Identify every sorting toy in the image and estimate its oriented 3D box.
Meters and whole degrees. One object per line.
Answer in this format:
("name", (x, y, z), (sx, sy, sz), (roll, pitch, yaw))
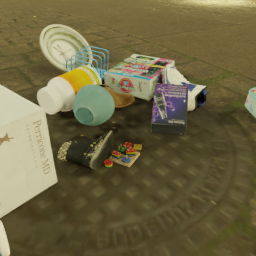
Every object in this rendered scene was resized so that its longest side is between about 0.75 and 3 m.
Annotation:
("sorting toy", (-0.073, 0.728, 8.117), (0.678, 0.238, 1.407), (17, 35, 24))

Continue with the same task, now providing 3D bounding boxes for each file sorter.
("file sorter", (-1.802, -2.783, 12.639), (1.361, 1.204, 1.962), (14, 36, 10))

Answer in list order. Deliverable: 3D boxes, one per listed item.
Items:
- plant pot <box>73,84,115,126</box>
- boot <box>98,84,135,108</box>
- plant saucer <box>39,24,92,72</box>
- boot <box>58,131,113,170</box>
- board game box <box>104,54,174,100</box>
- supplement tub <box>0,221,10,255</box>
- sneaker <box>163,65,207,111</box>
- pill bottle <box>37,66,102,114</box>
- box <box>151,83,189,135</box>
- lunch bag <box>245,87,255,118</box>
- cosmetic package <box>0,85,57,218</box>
("plant pot", (-1.234, -0.607, 9.131), (1.373, 1.373, 0.925), (9, 33, 14))
("boot", (-0.601, -1.214, 10.567), (2.129, 0.803, 0.784), (-8, 27, -35))
("plant saucer", (-3.127, -3.808, 13.952), (2.774, 2.774, 0.696), (-36, 3, -43))
("boot", (-1.167, 0.507, 8.133), (1.219, 0.583, 1.614), (9, 34, 14))
("board game box", (0.587, -2.339, 12.379), (2.110, 0.919, 2.860), (15, 35, 23))
("supplement tub", (-2.826, 2.247, 5.228), (1.025, 0.741, 0.741), (-16, 35, -23))
("sneaker", (2.190, -1.390, 10.861), (1.553, 1.087, 2.690), (3, 39, -2))
("pill bottle", (-2.177, -1.405, 10.498), (1.294, 1.294, 2.329), (20, 37, 28))
("box", (1.359, -0.605, 9.091), (1.111, 0.783, 1.502), (4, 68, 6))
("lunch bag", (5.578, -0.801, 9.945), (2.277, 0.878, 1.826), (-3, 32, -6))
("cosmetic package", (-3.479, 0.618, 6.404), (2.226, 2.239, 2.676), (25, 40, 34))
